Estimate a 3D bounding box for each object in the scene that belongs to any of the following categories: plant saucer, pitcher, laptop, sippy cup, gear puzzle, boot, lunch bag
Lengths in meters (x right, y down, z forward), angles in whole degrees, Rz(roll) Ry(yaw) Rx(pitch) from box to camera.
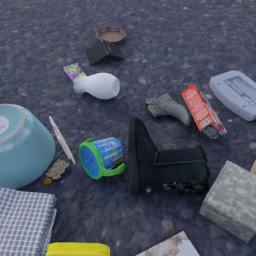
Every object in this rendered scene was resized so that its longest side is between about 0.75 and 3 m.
[{"bbox_3d":[-0.875,-4.771,14.548,1.529,0.263,1.529,0,46,0],"label":"plant saucer"},{"bbox_3d":[-1.128,-1.807,11.369,1.678,1.017,1.440,10,35,24],"label":"pitcher"},{"bbox_3d":[-1.120,-3.540,13.525,1.488,0.862,1.393,10,41,-31],"label":"laptop"},{"bbox_3d":[-0.754,0.849,8.777,1.118,1.198,1.525,-23,77,-33],"label":"sippy cup"},{"bbox_3d":[-2.278,1.427,8.838,0.508,0.128,0.981,17,49,22],"label":"gear puzzle"},{"bbox_3d":[1.445,-0.575,10.457,1.295,0.671,1.983,-19,43,-9],"label":"boot"},{"bbox_3d":[3.052,1.905,7.762,1.466,1.051,1.787,28,58,24],"label":"lunch bag"},{"bbox_3d":[1.184,0.844,8.743,2.356,1.064,2.876,-3,54,0],"label":"boot"}]

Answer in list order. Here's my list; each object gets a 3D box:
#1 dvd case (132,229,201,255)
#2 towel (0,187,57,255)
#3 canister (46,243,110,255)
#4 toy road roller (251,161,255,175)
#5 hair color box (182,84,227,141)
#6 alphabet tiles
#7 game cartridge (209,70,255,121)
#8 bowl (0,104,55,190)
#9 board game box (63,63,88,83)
[{"bbox_3d":[0.881,3.560,6.797,2.097,0.184,1.496,-20,50,-18],"label":"dvd case"},{"bbox_3d":[-2.871,2.557,7.256,1.710,0.884,2.066,3,47,2],"label":"towel"},{"bbox_3d":[-1.208,3.721,6.182,1.515,0.883,2.039,1,48,1],"label":"canister"},{"bbox_3d":[4.657,1.100,8.581,1.661,1.021,1.213,13,36,5],"label":"toy road roller"},{"bbox_3d":[2.698,-0.574,10.038,0.603,1.000,1.969,-37,44,24],"label":"hair color box"},{"bbox_3d":[-1.984,0.364,8.357,0.107,1.430,1.462,-29,26,-10],"label":"alphabet tiles"},{"bbox_3d":[4.530,-1.343,11.209,1.694,0.528,2.543,-22,51,-14],"label":"game cartridge"},{"bbox_3d":[-3.924,0.357,8.872,2.965,1.551,2.965,1,47,-1],"label":"bowl"},{"bbox_3d":[-2.330,-2.451,12.446,0.711,0.191,1.185,-20,50,-23],"label":"board game box"}]
